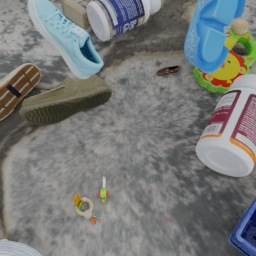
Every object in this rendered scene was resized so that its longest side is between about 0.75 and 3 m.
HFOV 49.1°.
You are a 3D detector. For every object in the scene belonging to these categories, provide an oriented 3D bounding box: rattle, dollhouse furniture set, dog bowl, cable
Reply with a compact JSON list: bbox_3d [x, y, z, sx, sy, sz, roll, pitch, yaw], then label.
[{"bbox_3d":[-1.092,2.157,7.497,0.519,0.569,0.797,-20,54,-33],"label":"rattle"},{"bbox_3d":[-1.244,-5.447,11.204,1.200,1.404,2.710,39,68,17],"label":"dollhouse furniture set"},{"bbox_3d":[2.070,-2.496,6.839,1.239,2.223,0.551,2,20,-39],"label":"dog bowl"},{"bbox_3d":[-2.826,3.703,5.901,2.526,0.875,2.526,-41,95,-10],"label":"cable"}]

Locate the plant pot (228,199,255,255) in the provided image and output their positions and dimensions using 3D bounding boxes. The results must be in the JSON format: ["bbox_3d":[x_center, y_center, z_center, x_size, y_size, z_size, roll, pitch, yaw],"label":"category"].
[{"bbox_3d":[3.288,2.636,6.872,1.278,1.149,1.278,35,67,18],"label":"plant pot"}]

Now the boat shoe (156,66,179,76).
[{"bbox_3d":[1.416,-2.062,9.961,0.824,0.290,0.290,-13,64,-6],"label":"boat shoe"}]

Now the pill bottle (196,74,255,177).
[{"bbox_3d":[3.224,-0.139,8.153,1.586,1.586,2.778,27,65,14],"label":"pill bottle"}]

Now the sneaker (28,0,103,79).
[{"bbox_3d":[-1.259,-2.092,6.220,0.849,2.073,0.766,-15,36,38],"label":"sneaker"}]

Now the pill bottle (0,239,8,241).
[{"bbox_3d":[-3.540,3.337,6.654,1.491,0.851,0.851,-20,63,-11],"label":"pill bottle"}]

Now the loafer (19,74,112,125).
[{"bbox_3d":[-1.996,-0.952,8.950,2.937,1.117,0.990,-17,61,-20],"label":"loafer"}]

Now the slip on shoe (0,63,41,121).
[{"bbox_3d":[-4.055,-1.125,9.182,2.721,1.034,0.824,-49,31,-14],"label":"slip on shoe"}]

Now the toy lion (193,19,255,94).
[{"bbox_3d":[3.470,-2.460,9.961,2.593,0.890,2.485,-19,70,-10],"label":"toy lion"}]

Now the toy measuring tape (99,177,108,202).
[{"bbox_3d":[-0.687,1.708,7.894,0.278,0.278,0.755,-1,61,0],"label":"toy measuring tape"}]

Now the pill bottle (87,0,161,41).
[{"bbox_3d":[-0.106,-4.465,10.614,2.605,1.447,1.447,-30,65,-15],"label":"pill bottle"}]
